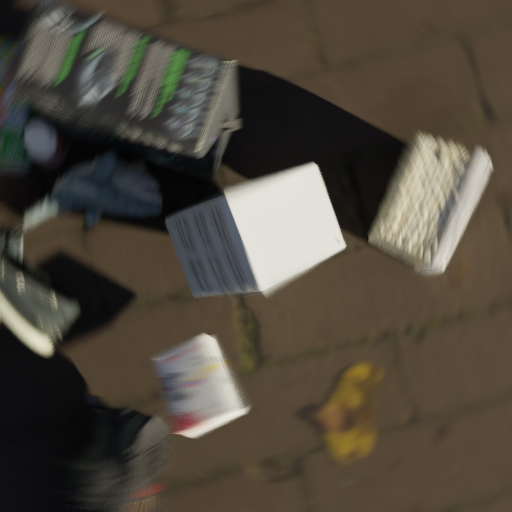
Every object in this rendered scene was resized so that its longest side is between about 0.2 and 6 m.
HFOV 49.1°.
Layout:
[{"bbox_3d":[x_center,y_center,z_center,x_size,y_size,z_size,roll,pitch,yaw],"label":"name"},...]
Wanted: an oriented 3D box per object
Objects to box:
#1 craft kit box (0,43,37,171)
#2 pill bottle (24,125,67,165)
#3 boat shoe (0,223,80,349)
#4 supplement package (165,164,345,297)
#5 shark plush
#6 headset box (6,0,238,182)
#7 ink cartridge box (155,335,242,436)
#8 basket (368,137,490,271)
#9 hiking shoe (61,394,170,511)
[{"bbox_3d":[-4.736,-2.538,9.367,2.024,0.497,2.049,4,88,3],"label":"craft kit box"},{"bbox_3d":[-3.434,-1.810,9.126,0.480,0.840,0.480,0,85,-3],"label":"pill bottle"},{"bbox_3d":[-4.006,0.008,8.898,1.023,1.153,3.086,-39,91,0],"label":"boat shoe"},{"bbox_3d":[-0.049,-0.338,8.164,1.695,1.772,1.303,-26,99,-35],"label":"supplement package"},{"bbox_3d":[-2.752,-0.904,8.981,2.464,1.119,1.026,-12,87,1],"label":"shark plush"},{"bbox_3d":[-1.661,-2.273,8.334,2.842,2.474,1.318,20,88,1],"label":"headset box"},{"bbox_3d":[-0.878,1.971,8.508,0.919,0.533,1.245,-25,71,1],"label":"ink cartridge box"},{"bbox_3d":[2.682,-0.821,8.921,1.143,1.256,1.852,25,88,5],"label":"basket"},{"bbox_3d":[-2.372,3.759,8.897,1.520,1.143,3.020,18,95,27],"label":"hiking shoe"}]
